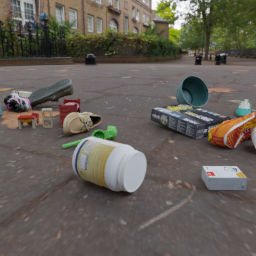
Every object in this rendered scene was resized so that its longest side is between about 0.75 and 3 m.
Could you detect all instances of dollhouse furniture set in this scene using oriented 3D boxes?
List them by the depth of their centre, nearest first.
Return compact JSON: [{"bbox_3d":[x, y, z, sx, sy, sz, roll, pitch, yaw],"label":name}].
[{"bbox_3d":[-3.153,-0.609,11.433,2.362,0.961,1.271,-2,16,-6],"label":"dollhouse furniture set"}]

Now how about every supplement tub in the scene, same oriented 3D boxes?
[{"bbox_3d":[-0.422,0.826,6.393,1.463,1.056,1.056,12,20,34],"label":"supplement tub"}]

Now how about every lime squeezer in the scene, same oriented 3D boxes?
[{"bbox_3d":[-0.977,0.207,9.554,0.925,0.494,2.619,12,21,34],"label":"lime squeezer"}]

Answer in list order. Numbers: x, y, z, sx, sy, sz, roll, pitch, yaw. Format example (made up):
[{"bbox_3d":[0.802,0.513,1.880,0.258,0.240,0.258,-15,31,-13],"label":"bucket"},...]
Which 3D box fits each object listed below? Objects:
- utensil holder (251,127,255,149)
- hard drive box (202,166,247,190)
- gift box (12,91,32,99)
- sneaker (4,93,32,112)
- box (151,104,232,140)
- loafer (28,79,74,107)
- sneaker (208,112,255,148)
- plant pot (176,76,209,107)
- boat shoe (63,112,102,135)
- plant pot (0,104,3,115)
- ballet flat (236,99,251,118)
[{"bbox_3d":[4.207,0.343,8.582,0.762,0.762,0.896,4,15,13],"label":"utensil holder"},{"bbox_3d":[2.224,1.165,6.535,0.841,0.323,0.655,0,16,0],"label":"hard drive box"},{"bbox_3d":[-5.781,-1.572,15.082,0.900,0.831,0.841,4,9,25],"label":"gift box"},{"bbox_3d":[-5.736,-1.243,14.000,1.969,0.791,0.850,9,24,38],"label":"sneaker"},{"bbox_3d":[2.416,-0.342,11.007,1.984,0.604,2.461,-13,25,-34],"label":"box"},{"bbox_3d":[-4.040,-1.641,14.731,2.674,0.931,1.005,-21,41,4],"label":"loafer"},{"bbox_3d":[3.755,-0.053,9.575,2.671,0.975,1.030,-12,18,-37],"label":"sneaker"},{"bbox_3d":[3.189,-1.725,14.546,1.667,1.667,1.117,-7,-10,-23],"label":"plant pot"},{"bbox_3d":[-1.676,-0.230,10.525,0.685,0.756,2.122,6,16,20],"label":"boat shoe"},{"bbox_3d":[-6.408,-0.961,13.026,0.841,0.825,0.823,-18,23,-30],"label":"plant pot"},{"bbox_3d":[5.498,-0.992,13.264,0.643,0.673,1.911,8,18,23],"label":"ballet flat"}]
